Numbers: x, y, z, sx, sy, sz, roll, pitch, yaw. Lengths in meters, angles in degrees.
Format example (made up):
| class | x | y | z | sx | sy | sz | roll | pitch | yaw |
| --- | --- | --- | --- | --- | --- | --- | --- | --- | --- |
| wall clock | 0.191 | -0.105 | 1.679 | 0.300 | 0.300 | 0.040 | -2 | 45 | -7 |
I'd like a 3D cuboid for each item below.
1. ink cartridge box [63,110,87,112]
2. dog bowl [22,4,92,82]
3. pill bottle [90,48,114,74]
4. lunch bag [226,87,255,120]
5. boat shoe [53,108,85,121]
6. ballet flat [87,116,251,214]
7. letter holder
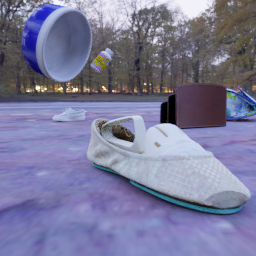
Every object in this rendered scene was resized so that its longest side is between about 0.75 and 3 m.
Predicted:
| class | x | y | z | sx | sy | sz | roll | pitch | yaw |
| --- | --- | --- | --- | --- | --- | --- | --- | --- | --- |
| ink cartridge box | -2.775 | -0.790 | 14.794 | 1.133 | 0.268 | 0.907 | 5 | 6 | -1 |
| dog bowl | -2.863 | -3.500 | 11.646 | 1.177 | 2.987 | 2.987 | 24 | 16 | 22 |
| pill bottle | -1.140 | -3.032 | 12.579 | 0.578 | 1.109 | 0.578 | 40 | -1 | 1 |
| lunch bag | 4.369 | -0.969 | 11.613 | 2.246 | 1.431 | 1.910 | 14 | 11 | 23 |
| boat shoe | -2.329 | -0.549 | 11.219 | 1.541 | 0.528 | 0.555 | -6 | 9 | -45 |
| ballet flat | 0.192 | 0.249 | 3.173 | 0.807 | 0.746 | 2.393 | -5 | 8 | -38 |
| letter holder | 2.117 | -0.740 | 9.067 | 1.959 | 1.392 | 0.985 | -3 | 7 | -25 |
